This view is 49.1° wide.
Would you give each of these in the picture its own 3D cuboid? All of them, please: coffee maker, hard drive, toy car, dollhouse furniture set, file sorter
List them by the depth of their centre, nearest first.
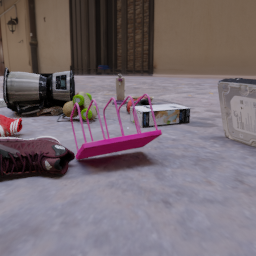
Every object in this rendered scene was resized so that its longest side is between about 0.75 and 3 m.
[{"bbox_3d":[-0.366,-0.063,6.577,1.783,1.118,1.239,-9,-13,-20],"label":"file sorter"},{"bbox_3d":[3.527,-0.331,7.365,0.501,1.850,2.648,-21,21,-19],"label":"hard drive"},{"bbox_3d":[-2.108,-0.630,11.143,1.513,1.193,1.242,-27,5,13],"label":"toy car"},{"bbox_3d":[-3.880,-1.694,12.793,2.898,1.952,2.784,0,9,-11],"label":"coffee maker"},{"bbox_3d":[0.359,-2.226,15.761,2.267,1.609,1.796,2,14,9],"label":"dollhouse furniture set"}]

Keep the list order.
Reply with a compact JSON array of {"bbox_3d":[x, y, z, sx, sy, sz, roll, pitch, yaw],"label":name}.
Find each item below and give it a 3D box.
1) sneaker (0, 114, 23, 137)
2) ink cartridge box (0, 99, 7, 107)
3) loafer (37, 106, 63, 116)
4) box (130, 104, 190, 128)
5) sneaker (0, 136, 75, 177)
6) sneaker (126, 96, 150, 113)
[{"bbox_3d":[-3.889,-0.153,9.022,0.845,0.573,1.463,-15,41,-31],"label":"sneaker"},{"bbox_3d":[-7.303,-1.188,14.057,1.044,0.412,2.100,12,16,40],"label":"ink cartridge box"},{"bbox_3d":[-3.375,-0.681,12.188,1.148,0.413,0.361,-2,52,-2],"label":"loafer"},{"bbox_3d":[1.207,-0.503,10.742,2.033,0.611,1.186,-5,15,-23],"label":"box"},{"bbox_3d":[-2.015,0.633,5.683,1.247,0.817,2.160,15,19,39],"label":"sneaker"},{"bbox_3d":[0.700,-1.074,13.002,0.926,0.670,1.896,7,17,28],"label":"sneaker"}]
